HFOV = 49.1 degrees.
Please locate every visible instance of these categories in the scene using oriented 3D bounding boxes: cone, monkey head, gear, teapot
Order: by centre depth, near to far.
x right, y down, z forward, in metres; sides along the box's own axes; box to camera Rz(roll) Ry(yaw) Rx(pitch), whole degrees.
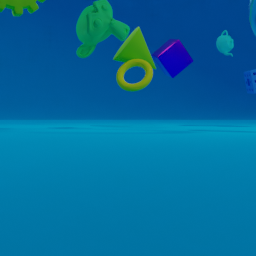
[{"bbox_3d":[-2.562,-3.340,6.221,1.555,1.555,0.288,-1,8,-33],"label":"gear"},{"bbox_3d":[-0.696,-2.701,7.581,1.319,1.833,1.105,27,-17,-16],"label":"monkey head"},{"bbox_3d":[0.496,-2.699,10.553,1.516,1.510,1.510,37,-9,-16],"label":"cone"},{"bbox_3d":[3.852,-3.274,10.971,0.729,1.172,0.574,5,-15,-40],"label":"teapot"}]

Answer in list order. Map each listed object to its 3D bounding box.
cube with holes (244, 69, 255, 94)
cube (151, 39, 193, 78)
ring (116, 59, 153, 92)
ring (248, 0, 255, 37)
[{"bbox_3d":[4.517,-1.641,9.569,0.768,0.768,0.768,-12,7,9],"label":"cube with holes"},{"bbox_3d":[1.823,-2.920,11.699,1.113,1.113,1.113,-40,21,4],"label":"cube"},{"bbox_3d":[0.223,-1.853,9.779,1.313,1.313,0.263,0,-25,16],"label":"ring"},{"bbox_3d":[3.067,-2.351,5.397,0.324,1.621,1.621,-14,9,-29],"label":"ring"}]
